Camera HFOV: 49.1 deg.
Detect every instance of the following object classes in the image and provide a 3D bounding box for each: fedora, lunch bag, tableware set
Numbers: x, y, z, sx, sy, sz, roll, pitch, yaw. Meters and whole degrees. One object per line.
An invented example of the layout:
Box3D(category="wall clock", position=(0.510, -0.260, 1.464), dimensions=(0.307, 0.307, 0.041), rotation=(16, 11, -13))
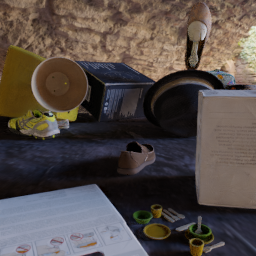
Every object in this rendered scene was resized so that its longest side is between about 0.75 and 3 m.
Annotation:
Box3D(category="fedora", position=(1.811, -0.521, 8.642), dimensions=(2.651, 2.651, 1.211), rotation=(-1, 42, -5))
Box3D(category="lunch bag", position=(3.125, -1.392, 11.751), dimensions=(2.663, 2.135, 1.026), rotation=(-3, 12, -9))
Box3D(category="tableware set", position=(0.565, 1.209, 3.451), dimensions=(0.725, 0.165, 1.076), rotation=(-6, 13, -29))

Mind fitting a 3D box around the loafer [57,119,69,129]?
Box3D(category="loafer", position=(-2.662, -0.156, 10.105), dimensions=(1.061, 0.333, 0.381), rotation=(-1, 11, -4))

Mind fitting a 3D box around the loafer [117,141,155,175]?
Box3D(category="loafer", position=(0.236, 0.535, 5.965), dimensions=(0.548, 0.533, 1.502), rotation=(4, 11, 18))

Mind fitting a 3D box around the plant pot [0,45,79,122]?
Box3D(category="plant pot", position=(-3.054, -1.361, 10.480), dimensions=(2.180, 2.472, 2.472), rotation=(14, 0, 14))

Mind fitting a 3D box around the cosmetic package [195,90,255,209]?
Box3D(category="cosmetic package", position=(1.806, 0.249, 4.486), dimensions=(1.356, 1.643, 1.355), rotation=(2, 11, 12))

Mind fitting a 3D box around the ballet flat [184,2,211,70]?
Box3D(category="ballet flat", position=(2.584, -3.258, 10.515), dimensions=(0.900, 2.644, 0.889), rotation=(7, 47, 15))

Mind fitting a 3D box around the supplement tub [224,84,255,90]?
Box3D(category="supplement tub", position=(4.117, -0.758, 9.952), dimensions=(1.568, 1.568, 2.559), rotation=(-1, 10, -4))

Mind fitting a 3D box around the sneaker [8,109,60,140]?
Box3D(category="sneaker", position=(-3.017, -0.204, 8.984), dimensions=(2.244, 0.857, 0.846), rotation=(6, 14, 33))

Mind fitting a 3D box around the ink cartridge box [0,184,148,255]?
Box3D(category="ink cartridge box", position=(-0.730, 1.199, 3.067), dimensions=(1.343, 0.397, 1.678), rotation=(-4, 15, -24))

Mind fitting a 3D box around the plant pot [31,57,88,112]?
Box3D(category="plant pot", position=(-2.182, -1.373, 8.831), dimensions=(1.644, 1.644, 1.104), rotation=(-4, 12, -18))

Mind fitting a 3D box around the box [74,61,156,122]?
Box3D(category="box", position=(-0.695, -1.758, 12.653), dimensions=(2.800, 1.765, 2.848), rotation=(-9, 34, -35))

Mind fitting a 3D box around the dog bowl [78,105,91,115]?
Box3D(category="dog bowl", position=(-2.375, -1.170, 14.330), dimensions=(2.579, 0.756, 2.579), rotation=(0, 10, 0))
